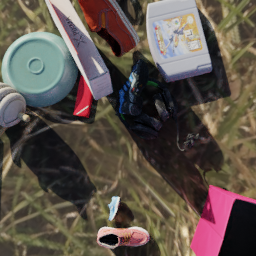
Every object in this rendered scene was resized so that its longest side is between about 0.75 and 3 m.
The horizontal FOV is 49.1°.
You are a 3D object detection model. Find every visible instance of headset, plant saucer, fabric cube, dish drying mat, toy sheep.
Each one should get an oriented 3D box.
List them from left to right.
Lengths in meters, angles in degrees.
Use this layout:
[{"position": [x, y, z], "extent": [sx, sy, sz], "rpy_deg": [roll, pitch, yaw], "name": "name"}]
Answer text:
[{"position": [-3.730, -0.610, 8.083], "extent": [2.142, 1.477, 1.477], "rpy_deg": [27, 87, 11], "name": "toy sheep"}, {"position": [-2.785, -1.872, 8.642], "extent": [2.413, 0.434, 2.413], "rpy_deg": [0, 86, 1], "name": "plant saucer"}, {"position": [-1.348, -0.995, 8.746], "extent": [0.495, 0.117, 1.289], "rpy_deg": [10, 87, 2], "name": "dish drying mat"}, {"position": [0.823, -0.377, 8.123], "extent": [2.736, 1.285, 1.689], "rpy_deg": [42, 87, 14], "name": "headset"}, {"position": [3.159, 2.945, 7.525], "extent": [2.074, 2.107, 2.114], "rpy_deg": [18, 87, 2], "name": "fabric cube"}]

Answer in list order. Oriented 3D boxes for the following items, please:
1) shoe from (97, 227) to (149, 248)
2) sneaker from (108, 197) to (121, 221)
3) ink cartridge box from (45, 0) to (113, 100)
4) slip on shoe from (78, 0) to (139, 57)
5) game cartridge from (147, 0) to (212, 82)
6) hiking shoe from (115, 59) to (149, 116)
[{"position": [-0.130, 3.248, 8.198], "extent": [1.552, 0.706, 0.554], "rpy_deg": [4, 87, 0], "name": "shoe"}, {"position": [-0.454, 2.443, 8.509], "extent": [0.337, 0.294, 0.750], "rpy_deg": [13, 82, 19], "name": "sneaker"}, {"position": [-1.372, -2.455, 7.192], "extent": [0.635, 2.530, 2.915], "rpy_deg": [-27, 76, -6], "name": "ink cartridge box"}, {"position": [-0.782, -3.083, 7.674], "extent": [0.885, 1.072, 2.893], "rpy_deg": [-53, 130, -8], "name": "slip on shoe"}, {"position": [1.490, -2.769, 8.694], "extent": [1.677, 0.523, 2.518], "rpy_deg": [-14, 87, -5], "name": "game cartridge"}, {"position": [0.078, -1.226, 8.140], "extent": [0.773, 0.663, 1.783], "rpy_deg": [1, 68, 32], "name": "hiking shoe"}]
